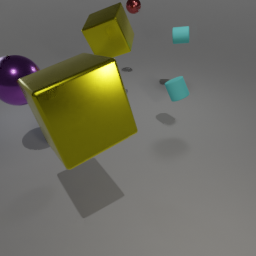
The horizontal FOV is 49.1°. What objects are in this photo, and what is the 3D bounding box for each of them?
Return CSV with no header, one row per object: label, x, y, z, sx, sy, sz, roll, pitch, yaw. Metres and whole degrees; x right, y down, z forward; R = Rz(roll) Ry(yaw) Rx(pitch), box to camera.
cylinder,2.345,-4.100,12.382,0.700,0.700,0.700,0,32,14
cylinder,1.771,-1.411,10.117,0.700,0.700,0.700,-24,15,7
cube,-0.898,-0.389,4.972,1.400,1.400,1.400,-28,29,-19
ball,-3.098,-1.323,7.834,1.400,1.400,1.400,0,33,0
cube,-0.704,-3.617,10.629,1.400,1.400,1.400,-13,41,21
ball,0.253,-5.650,12.942,0.700,0.700,0.700,0,33,0
